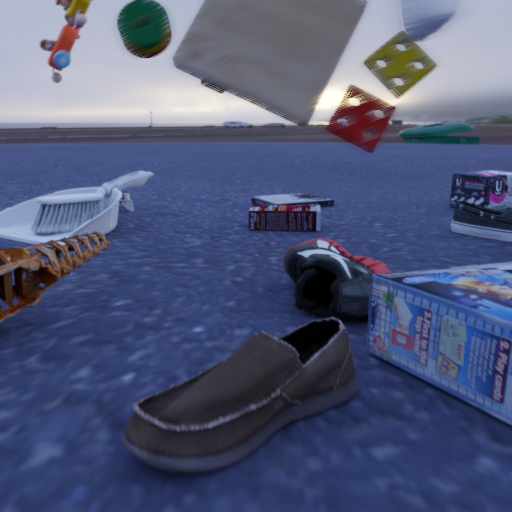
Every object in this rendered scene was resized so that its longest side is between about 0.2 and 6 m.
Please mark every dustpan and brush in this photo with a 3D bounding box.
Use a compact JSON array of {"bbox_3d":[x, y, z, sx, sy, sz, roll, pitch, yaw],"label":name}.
[{"bbox_3d":[-3.233,-1.067,11.015,2.388,0.979,3.422,9,17,32],"label":"dustpan and brush"}]

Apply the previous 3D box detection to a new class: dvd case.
[{"bbox_3d":[0.880,-1.328,13.687,1.641,0.203,1.233,-8,16,-26],"label":"dvd case"}]

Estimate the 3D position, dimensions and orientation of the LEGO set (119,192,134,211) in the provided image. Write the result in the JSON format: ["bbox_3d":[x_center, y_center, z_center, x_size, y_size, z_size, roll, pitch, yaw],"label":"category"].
[{"bbox_3d":[-3.981,-1.193,13.037,1.731,0.569,2.318,-9,5,-32],"label":"LEGO set"}]

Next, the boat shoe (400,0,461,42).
[{"bbox_3d":[1.776,-3.130,5.984,0.645,1.790,0.613,0,-16,-19],"label":"boat shoe"}]

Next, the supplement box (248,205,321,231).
[{"bbox_3d":[0.561,-0.742,10.892,1.367,0.416,0.744,0,14,5],"label":"supplement box"}]

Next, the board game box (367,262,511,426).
[{"bbox_3d":[2.596,0.726,4.236,2.550,0.786,2.548,-4,16,-17],"label":"board game box"}]

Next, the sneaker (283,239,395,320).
[{"bbox_3d":[0.724,0.233,6.403,0.947,0.685,1.938,-5,16,-26],"label":"sneaker"}]

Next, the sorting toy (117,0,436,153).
[{"bbox_3d":[0.285,-2.617,7.025,3.718,1.793,0.629,25,-9,3],"label":"sorting toy"}]

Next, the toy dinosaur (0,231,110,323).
[{"bbox_3d":[-3.204,0.293,5.379,2.405,1.810,3.543,32,13,39],"label":"toy dinosaur"}]

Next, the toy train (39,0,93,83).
[{"bbox_3d":[-3.005,-3.629,8.729,0.566,1.529,2.036,23,19,-27],"label":"toy train"}]

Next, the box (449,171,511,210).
[{"bbox_3d":[5.461,-1.570,13.300,1.480,0.849,0.978,-10,17,-35],"label":"box"}]

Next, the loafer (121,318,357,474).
[{"bbox_3d":[-0.058,0.849,3.932,1.950,0.692,0.712,-13,19,-42],"label":"loafer"}]

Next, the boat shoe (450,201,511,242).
[{"bbox_3d":[4.493,-0.598,9.945,2.079,0.589,0.713,11,18,38],"label":"boat shoe"}]
